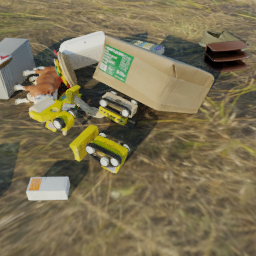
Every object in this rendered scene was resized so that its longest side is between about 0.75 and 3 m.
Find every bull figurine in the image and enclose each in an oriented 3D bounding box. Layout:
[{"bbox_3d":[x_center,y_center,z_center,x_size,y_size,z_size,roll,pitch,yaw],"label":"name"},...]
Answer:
[{"bbox_3d":[-2.796,-1.281,9.014,1.414,0.759,2.330,3,38,4],"label":"bull figurine"}]

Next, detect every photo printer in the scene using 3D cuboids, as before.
[{"bbox_3d":[-1.635,-2.803,10.359,1.751,1.457,0.608,-19,79,-5],"label":"photo printer"}]

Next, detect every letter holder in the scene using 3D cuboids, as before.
[{"bbox_3d":[3.931,-2.786,10.948,1.543,0.776,1.097,-9,40,-11],"label":"letter holder"}]

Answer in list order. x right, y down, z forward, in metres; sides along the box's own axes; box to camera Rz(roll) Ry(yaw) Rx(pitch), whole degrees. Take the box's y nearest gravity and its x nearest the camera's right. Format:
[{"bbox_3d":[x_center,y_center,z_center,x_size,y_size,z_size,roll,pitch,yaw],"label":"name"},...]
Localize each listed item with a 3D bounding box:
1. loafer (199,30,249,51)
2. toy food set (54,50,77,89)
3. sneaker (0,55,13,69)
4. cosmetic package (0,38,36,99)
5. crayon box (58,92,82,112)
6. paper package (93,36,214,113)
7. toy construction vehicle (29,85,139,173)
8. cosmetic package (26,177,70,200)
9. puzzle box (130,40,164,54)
[{"bbox_3d":[4.251,-3.851,12.323,2.125,0.740,0.799,11,39,14],"label":"loafer"},{"bbox_3d":[-2.101,-1.944,9.430,0.337,1.373,1.387,-20,49,3],"label":"toy food set"},{"bbox_3d":[-3.810,-1.902,7.843,0.605,0.383,1.075,45,51,-5],"label":"sneaker"},{"bbox_3d":[-4.199,-2.130,9.718,1.062,1.258,2.355,5,40,9],"label":"cosmetic package"},{"bbox_3d":[-1.861,-0.744,8.731,0.647,0.259,1.019,7,39,9],"label":"crayon box"},{"bbox_3d":[0.729,-1.517,8.156,2.554,1.321,2.435,32,20,34],"label":"paper package"},{"bbox_3d":[-0.947,-0.094,7.432,2.788,0.982,2.427,23,42,14],"label":"toy construction vehicle"},{"bbox_3d":[-1.713,1.308,6.072,0.831,0.296,0.422,-1,38,-2],"label":"cosmetic package"},{"bbox_3d":[0.323,-3.044,11.653,1.536,0.294,2.309,22,43,24],"label":"puzzle box"}]
